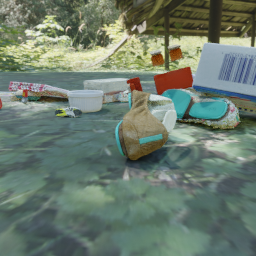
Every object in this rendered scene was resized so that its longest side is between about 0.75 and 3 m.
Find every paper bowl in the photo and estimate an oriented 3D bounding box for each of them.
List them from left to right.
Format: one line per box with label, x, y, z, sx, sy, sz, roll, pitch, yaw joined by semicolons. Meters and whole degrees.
paper bowl;3.575;-2.104;13.763;2.058;1.070;2.058;0;14;0

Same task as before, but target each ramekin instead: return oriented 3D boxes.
ramekin;-1.491;-0.956;9.917;1.255;0.659;1.255;0;13;0

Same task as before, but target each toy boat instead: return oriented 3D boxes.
toy boat;-4.290;-1.330;11.896;1.040;0.575;1.237;2;5;-9

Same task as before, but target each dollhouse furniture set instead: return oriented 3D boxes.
dollhouse furniture set;1.031;-1.371;8.827;2.044;2.067;1.065;-15;16;5

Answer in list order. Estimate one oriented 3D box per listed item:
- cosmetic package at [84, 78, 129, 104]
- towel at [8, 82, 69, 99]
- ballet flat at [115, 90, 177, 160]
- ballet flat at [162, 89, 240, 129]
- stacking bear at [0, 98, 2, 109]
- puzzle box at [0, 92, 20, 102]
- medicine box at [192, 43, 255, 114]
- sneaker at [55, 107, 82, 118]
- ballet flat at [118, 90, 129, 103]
cosmetic package;-0.821;-1.662;12.285;1.082;0.913;2.093;11;18;38
towel;-3.721;-1.614;12.557;2.784;0.416;2.037;10;2;35
ballet flat;0.474;-0.242;5.938;1.080;1.012;2.985;-11;15;9
ballet flat;1.956;-0.468;7.879;0.854;1.011;2.672;28;0;-35
stacking bear;-5.324;-0.994;10.141;1.275;0.725;0.774;2;13;28
puzzle box;-5.837;-1.466;12.861;2.052;0.261;1.365;4;15;14
medicine box;3.311;-1.226;7.761;2.245;1.268;2.464;16;0;31
sneaker;-1.853;-0.525;8.844;0.868;0.323;0.367;2;14;8
ballet flat;0.126;-1.416;12.213;0.565;0.477;1.493;8;15;33
